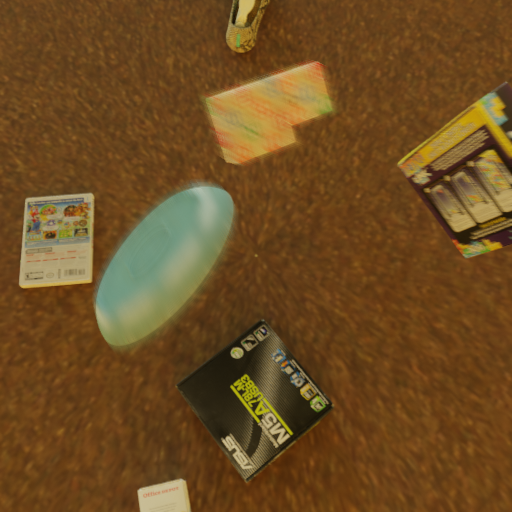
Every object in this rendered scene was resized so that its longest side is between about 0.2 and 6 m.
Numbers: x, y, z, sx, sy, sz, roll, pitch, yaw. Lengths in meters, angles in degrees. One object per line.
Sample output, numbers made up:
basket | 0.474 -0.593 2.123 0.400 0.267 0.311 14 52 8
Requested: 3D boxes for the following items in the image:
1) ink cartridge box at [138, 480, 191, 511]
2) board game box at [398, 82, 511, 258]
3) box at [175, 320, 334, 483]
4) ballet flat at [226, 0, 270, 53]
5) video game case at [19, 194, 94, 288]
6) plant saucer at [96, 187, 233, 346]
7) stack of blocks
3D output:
ink cartridge box | -1.372 4.047 8.641 0.732 0.424 0.991 -11 66 -4
board game box | 3.052 -1.001 7.505 0.617 2.177 1.799 -34 88 -14
box | -0.027 2.364 9.310 1.875 0.461 1.941 -35 72 -16
ballet flat | -0.135 -5.668 12.314 0.849 0.942 2.503 11 68 0
video game case | -3.734 -0.309 10.559 1.289 0.162 1.800 -5 68 -1
plant saucer | -1.306 0.006 7.329 0.341 2.487 2.487 42 68 -28
stack of blocks | 0.228 -2.053 8.033 1.651 0.484 0.951 -24 109 -17
